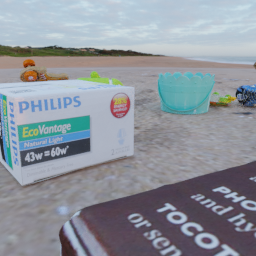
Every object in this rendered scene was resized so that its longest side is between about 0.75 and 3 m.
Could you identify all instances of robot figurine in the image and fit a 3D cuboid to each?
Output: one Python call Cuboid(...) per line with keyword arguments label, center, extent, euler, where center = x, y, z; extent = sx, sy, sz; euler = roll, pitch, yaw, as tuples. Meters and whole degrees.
Cuboid(label="robot figurine", center=(-1.147, -1.178, 10.506), extent=(2.386, 1.380, 2.094), euler=(-1, 37, -7))

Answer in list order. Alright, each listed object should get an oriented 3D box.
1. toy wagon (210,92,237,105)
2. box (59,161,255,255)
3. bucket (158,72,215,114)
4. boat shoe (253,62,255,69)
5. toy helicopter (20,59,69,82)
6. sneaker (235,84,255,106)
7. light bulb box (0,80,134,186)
Cuboid(label="toy wagon", center=(3.863, -1.381, 12.713), extent=(1.772, 0.452, 2.284), euler=(1, 15, -29))
Cuboid(label="box", center=(1.162, 1.158, 0.813), extent=(2.207, 1.831, 1.812), euler=(-8, 17, -29))
Cuboid(label="bucket", center=(2.320, -1.468, 11.395), extent=(2.292, 1.491, 2.292), euler=(-1, 15, 0))
Cuboid(label="boat shoe", center=(4.495, -1.202, 8.913), extent=(0.700, 2.058, 0.741), euler=(-33, 6, 33))
Cuboid(label="toy helicopter", center=(-2.190, -1.312, 7.371), extent=(1.246, 0.491, 0.824), euler=(-1, -30, -29))
Cuboid(label="sneaker", center=(5.398, -1.298, 11.911), extent=(1.310, 1.154, 2.939), euler=(-7, 7, 4))
Cuboid(label="light bulb box", center=(-1.592, -0.176, 6.264), extent=(2.549, 1.605, 2.571), euler=(-11, 18, -36))
